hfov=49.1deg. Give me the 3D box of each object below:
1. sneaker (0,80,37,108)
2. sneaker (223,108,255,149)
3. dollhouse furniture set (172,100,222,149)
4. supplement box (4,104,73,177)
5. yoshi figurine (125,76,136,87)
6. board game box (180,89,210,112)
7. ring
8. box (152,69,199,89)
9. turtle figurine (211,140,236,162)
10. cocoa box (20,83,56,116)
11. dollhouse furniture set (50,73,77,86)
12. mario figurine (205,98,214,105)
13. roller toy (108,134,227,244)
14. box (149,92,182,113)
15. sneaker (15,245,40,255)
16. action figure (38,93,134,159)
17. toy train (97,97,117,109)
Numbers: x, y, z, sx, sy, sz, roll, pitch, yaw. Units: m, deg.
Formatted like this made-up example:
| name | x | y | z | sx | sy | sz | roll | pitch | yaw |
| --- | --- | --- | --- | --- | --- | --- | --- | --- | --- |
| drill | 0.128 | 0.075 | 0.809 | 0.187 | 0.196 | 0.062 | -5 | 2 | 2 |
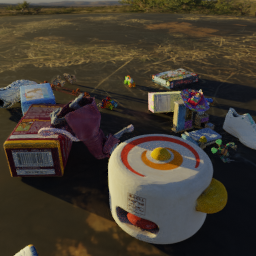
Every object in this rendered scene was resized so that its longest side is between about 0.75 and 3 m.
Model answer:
| name | x | y | z | sx | sy | sz | roll | pitch | yaw |
| --- | --- | --- | --- | --- | --- | --- | --- | --- | --- |
| sneaker | -5.403 | -1.450 | 12.930 | 2.780 | 1.045 | 1.127 | -19 | 50 | -30 |
| sneaker | 4.348 | -0.008 | 10.071 | 0.840 | 0.988 | 2.232 | -14 | 32 | -26 |
| dollhouse furniture set | 2.752 | -0.211 | 10.211 | 1.754 | 1.212 | 1.858 | -14 | 32 | -24 |
| supplement box | -2.726 | 0.284 | 9.276 | 1.565 | 1.215 | 2.837 | 0 | 28 | -1 |
| yoshi figurine | 0.075 | -2.506 | 15.427 | 0.478 | 0.480 | 0.854 | -40 | 48 | 9 |
| board game box | 2.485 | -1.118 | 10.335 | 0.962 | 0.237 | 1.218 | 0 | 48 | -14 |
| ring | -2.934 | -1.864 | 13.329 | 2.382 | 0.229 | 2.382 | 15 | 9 | -2 |
| box | 2.691 | -2.825 | 15.867 | 2.192 | 0.413 | 1.497 | -18 | 33 | -30 |
| turtle figurine | 2.993 | 0.732 | 8.722 | 0.909 | 0.681 | 0.458 | 29 | -18 | -33 |
| cocoa box | -3.644 | -0.908 | 11.431 | 1.281 | 1.260 | 1.920 | -10 | 30 | -18 |
| dollhouse furniture set | -3.509 | -2.314 | 15.170 | 1.061 | 0.607 | 1.244 | 15 | 56 | 27 |
| mario figurine | 3.570 | -1.248 | 13.178 | 0.838 | 0.444 | 0.517 | 8 | -8 | -8 |
| roller toy | 0.756 | 1.306 | 6.739 | 2.411 | 1.847 | 2.642 | -7 | 29 | -13 |
| box | 1.750 | -1.119 | 11.869 | 1.590 | 0.768 | 1.398 | -2 | 9 | -4 |
| sneaker | -1.769 | 2.998 | 4.985 | 0.838 | 0.716 | 1.901 | -25 | 28 | -24 |
| action figure | -1.051 | 0.263 | 8.401 | 1.668 | 2.490 | 1.854 | -8 | 38 | 41 |
| toy train | -0.937 | -0.996 | 12.580 | 0.563 | 0.412 | 0.973 | 27 | 37 | 18 |
